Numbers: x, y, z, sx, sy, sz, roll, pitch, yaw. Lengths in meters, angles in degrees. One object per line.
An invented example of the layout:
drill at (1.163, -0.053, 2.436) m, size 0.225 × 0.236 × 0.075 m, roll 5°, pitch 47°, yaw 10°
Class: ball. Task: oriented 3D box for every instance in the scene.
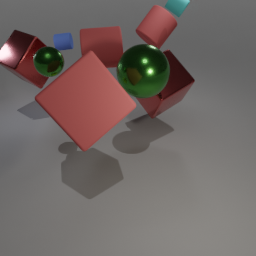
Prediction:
ball at (-1.853, -1.553, 6.578) m, size 0.700 × 0.700 × 0.700 m, roll 0°, pitch 30°, yaw 0°
ball at (0.395, -1.477, 7.350) m, size 1.400 × 1.400 × 1.400 m, roll 0°, pitch 30°, yaw 0°

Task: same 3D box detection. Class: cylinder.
cylinder at (1.298, -4.592, 12.836) m, size 1.400 × 1.400 × 1.400 m, roll 37°, pitch 6°, yaw -5°
cylinder at (-0.922, -2.833, 9.954) m, size 1.400 × 1.400 × 1.400 m, roll -6°, pitch 31°, yaw -4°
cylinder at (1.899, -4.776, 10.808) m, size 0.700 × 0.700 × 0.700 m, roll 35°, pitch 34°, yaw -2°
cylinder at (-2.817, -3.775, 12.256) m, size 0.700 × 0.700 × 0.700 m, roll -6°, pitch 30°, yaw 3°

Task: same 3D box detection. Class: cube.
cube at (-3.707, -2.547, 10.417) m, size 1.400 × 1.400 × 1.400 m, roll 26°, pitch 82°, yaw 32°
cube at (-0.902, -0.578, 5.964) m, size 1.400 × 1.400 × 1.400 m, roll -41°, pitch 13°, yaw -3°
cube at (1.067, -1.430, 9.290) m, size 1.400 × 1.400 × 1.400 m, roll -32°, pitch 76°, yaw -19°
